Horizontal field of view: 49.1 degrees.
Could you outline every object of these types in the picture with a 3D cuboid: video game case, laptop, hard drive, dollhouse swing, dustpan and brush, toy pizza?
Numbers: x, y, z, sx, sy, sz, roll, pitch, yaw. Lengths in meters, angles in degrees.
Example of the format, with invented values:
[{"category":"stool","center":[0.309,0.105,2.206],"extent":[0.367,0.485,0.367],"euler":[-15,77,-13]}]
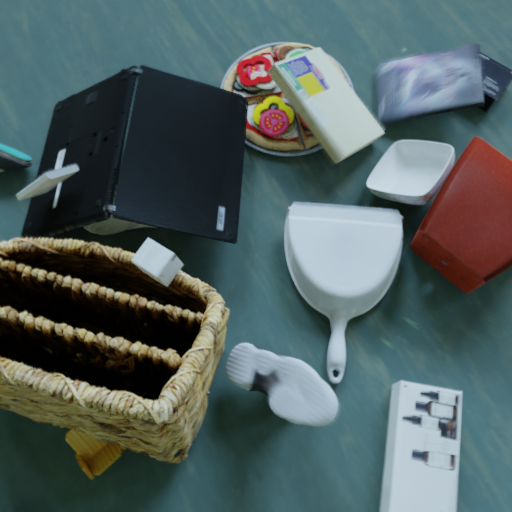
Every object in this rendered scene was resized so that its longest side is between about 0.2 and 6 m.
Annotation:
[{"category":"video game case","center":[3.588,-3.591,11.711],"extent":[2.088,0.198,1.492],"euler":[-5,65,24]},{"category":"laptop","center":[-2.369,-1.762,11.123],"extent":[3.843,1.985,3.406],"euler":[-12,61,31]},{"category":"hard drive","center":[-3.717,-1.304,9.964],"extent":[0.681,1.033,0.138],"euler":[-35,101,-53]},{"category":"dollhouse swing","center":[-2.724,3.150,9.387],"extent":[0.738,0.649,0.671],"euler":[-39,29,-18]},{"category":"dustpan and brush","center":[1.558,0.673,10.365],"extent":[2.260,0.927,3.238],"euler":[5,63,3]},{"category":"toy pizza","center":[0.667,-3.480,12.008],"extent":[2.929,0.464,2.929],"euler":[0,70,0]}]

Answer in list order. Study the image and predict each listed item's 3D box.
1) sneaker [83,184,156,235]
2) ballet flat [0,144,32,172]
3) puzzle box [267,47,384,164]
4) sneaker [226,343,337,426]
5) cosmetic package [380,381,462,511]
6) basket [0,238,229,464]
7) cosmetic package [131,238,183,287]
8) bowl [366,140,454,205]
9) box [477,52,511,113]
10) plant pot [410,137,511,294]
[{"category":"sneaker","center":[-1.939,-1.021,10.858],"extent":[2.924,1.051,1.060],"euler":[-2,42,-8]},{"category":"ballet flat","center":[-5.701,-2.156,11.415],"extent":[2.394,0.874,0.874],"euler":[29,72,4]},{"category":"puzzle box","center":[1.435,-3.076,11.282],"extent":[1.532,0.293,2.303],"euler":[-33,86,-37]},{"category":"sneaker","center":[0.648,2.093,9.061],"extent":[2.338,1.330,0.882],"euler":[17,84,49]},{"category":"cosmetic package","center":[2.725,3.515,9.296],"extent":[1.094,0.671,2.651],"euler":[9,70,4]},{"category":"basket","center":[-2.636,1.011,8.738],"extent":[4.236,3.156,3.024],"euler":[15,61,7]},{"category":"cosmetic package","center":[-1.598,0.109,9.089],"extent":[0.582,0.480,0.479],"euler":[30,77,23]},{"category":"bowl","center":[3.089,-1.583,11.035],"extent":[1.445,0.539,1.443],"euler":[18,64,44]},{"category":"box","center":[4.889,-3.754,12.091],"extent":[0.970,0.505,0.883],"euler":[37,75,12]},{"category":"plant pot","center":[3.990,-0.517,10.183],"extent":[2.086,2.084,1.838],"euler":[43,86,14]}]
